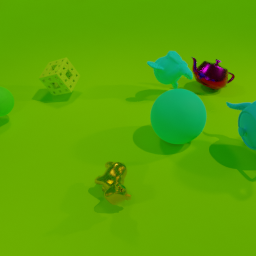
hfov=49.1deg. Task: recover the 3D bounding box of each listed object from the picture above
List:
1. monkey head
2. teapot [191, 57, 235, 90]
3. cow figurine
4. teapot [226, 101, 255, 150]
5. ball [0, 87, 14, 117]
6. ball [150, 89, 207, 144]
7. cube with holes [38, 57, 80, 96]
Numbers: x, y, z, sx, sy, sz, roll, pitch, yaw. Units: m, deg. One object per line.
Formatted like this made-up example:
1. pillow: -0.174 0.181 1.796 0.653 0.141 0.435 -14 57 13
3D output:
1. monkey head: 1.378 -1.718 8.715 1.007 1.672 1.203 -42 49 17
2. teapot: 2.811 -1.886 9.467 1.873 0.917 1.165 13 23 -19
3. cow figurine: -0.223 1.062 5.580 0.937 0.523 0.952 -9 39 44
4. teapot: 2.991 -0.063 6.423 0.986 1.253 2.015 -14 43 -5
5. ball: -3.572 -0.726 7.697 0.833 0.833 0.833 0 35 0
6. ball: 1.248 -0.285 6.998 1.377 1.377 1.377 0 35 0
7. cube with holes: -2.182 -1.633 8.993 0.786 0.786 0.786 -6 49 30
